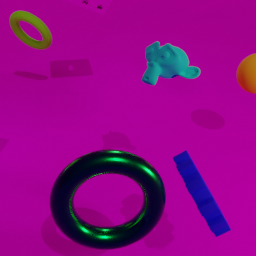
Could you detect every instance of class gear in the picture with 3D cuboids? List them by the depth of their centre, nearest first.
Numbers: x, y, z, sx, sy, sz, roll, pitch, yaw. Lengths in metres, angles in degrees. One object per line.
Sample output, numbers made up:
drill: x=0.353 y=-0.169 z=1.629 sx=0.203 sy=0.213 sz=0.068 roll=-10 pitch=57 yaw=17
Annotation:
gear: x=1.079 y=0.940 z=4.153 sx=0.234 sy=1.263 sz=1.263 roll=-30 pitch=40 yaw=9

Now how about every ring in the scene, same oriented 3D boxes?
ring: x=-0.247 y=0.969 z=3.659 sx=1.513 sy=1.513 sz=0.303 roll=-4 pitch=23 yaw=-5
ring: x=-3.154 y=-3.145 z=9.108 sx=1.452 sy=1.452 sz=0.290 roll=15 pitch=62 yaw=17

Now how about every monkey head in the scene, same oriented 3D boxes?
monkey head: x=0.655 y=-1.107 z=5.141 sx=1.212 sy=0.730 sz=0.872 roll=25 pitch=89 yaw=38

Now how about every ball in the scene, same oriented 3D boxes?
ball: x=3.212 y=-1.341 z=6.919 sx=0.993 sy=0.993 sz=0.993 roll=0 pitch=39 yaw=0

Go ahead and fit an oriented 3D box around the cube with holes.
cube with holes: x=-1.087 y=-4.430 z=8.008 sx=1.363 sy=1.363 sz=1.363 roll=8 pitch=58 yaw=-30
